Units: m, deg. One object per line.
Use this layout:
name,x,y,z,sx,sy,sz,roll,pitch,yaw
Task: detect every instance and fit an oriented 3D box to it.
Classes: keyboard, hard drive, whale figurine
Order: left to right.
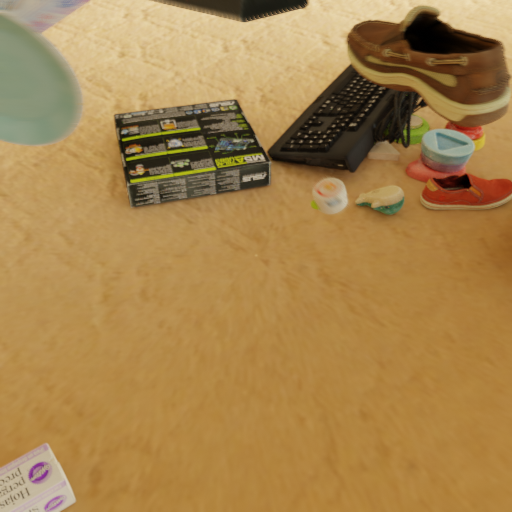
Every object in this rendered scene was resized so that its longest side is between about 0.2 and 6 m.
hard drive,-0.333,-2.151,4.497,1.274,0.209,0.889,25,40,29
keyboard,2.320,-3.426,11.650,2.575,0.980,4.948,12,45,27
whale figurine,2.166,-0.936,9.748,0.833,0.432,0.663,-2,32,33

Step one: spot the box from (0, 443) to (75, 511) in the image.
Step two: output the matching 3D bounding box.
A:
box,-3.239,2.900,5.526,2.779,0.576,0.538,-25,50,-26

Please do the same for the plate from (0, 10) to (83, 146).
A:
plate,-3.227,-2.277,7.142,2.095,2.095,0.268,5,53,5

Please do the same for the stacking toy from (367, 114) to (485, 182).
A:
stacking toy,3.385,-2.467,10.899,2.016,0.940,2.227,20,47,20

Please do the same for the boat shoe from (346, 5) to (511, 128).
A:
boat shoe,1.947,-2.474,6.544,0.956,0.957,2.587,-30,44,-13

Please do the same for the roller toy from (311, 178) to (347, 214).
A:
roller toy,0.984,-0.812,7.461,0.433,0.332,0.475,18,57,33

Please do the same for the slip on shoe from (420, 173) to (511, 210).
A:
slip on shoe,3.774,-1.177,9.844,1.742,0.533,0.645,-4,42,-6

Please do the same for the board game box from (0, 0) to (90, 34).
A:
board game box,-3.410,-4.142,8.400,1.836,0.379,1.840,-27,67,12

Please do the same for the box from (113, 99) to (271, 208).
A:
box,-1.288,-2.057,10.725,2.607,0.619,2.518,-11,47,-12
